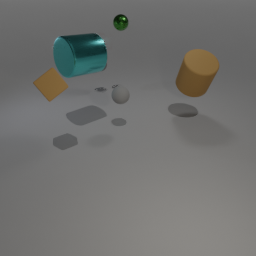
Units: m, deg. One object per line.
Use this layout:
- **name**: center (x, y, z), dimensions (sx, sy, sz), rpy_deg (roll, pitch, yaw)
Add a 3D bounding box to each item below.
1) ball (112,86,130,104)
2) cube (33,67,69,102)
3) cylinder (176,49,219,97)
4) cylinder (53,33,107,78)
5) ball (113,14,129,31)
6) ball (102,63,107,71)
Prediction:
- **ball**: center (-0.283, -1.263, 10.764), dimensions (0.700, 0.700, 0.700), rpy_deg (0, 29, 0)
- **cube**: center (-2.223, -1.264, 8.152), dimensions (0.700, 0.700, 0.700), rpy_deg (-39, 15, -3)
- **cylinder**: center (2.775, -2.204, 11.359), dimensions (1.400, 1.400, 1.400), rpy_deg (3, 58, -5)
- **cylinder**: center (-1.690, -2.580, 9.924), dimensions (1.400, 1.400, 1.400), rpy_deg (-21, 35, -39)
- **ball**: center (-0.321, -4.728, 12.558), dimensions (0.700, 0.700, 0.700), rpy_deg (0, 29, 0)
- **ball**: center (-1.406, -3.208, 14.121), dimensions (0.700, 0.700, 0.700), rpy_deg (0, 29, 0)
